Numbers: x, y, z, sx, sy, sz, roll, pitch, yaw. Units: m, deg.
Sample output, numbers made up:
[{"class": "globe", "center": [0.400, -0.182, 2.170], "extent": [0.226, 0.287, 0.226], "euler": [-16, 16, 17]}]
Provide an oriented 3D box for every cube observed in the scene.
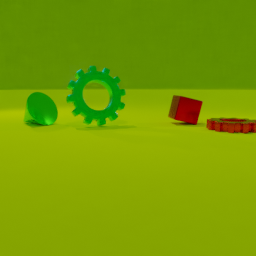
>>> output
[{"class": "cube", "center": [1.946, -0.635, 9.601], "extent": [0.815, 0.815, 0.815], "euler": [12, 7, -10]}]

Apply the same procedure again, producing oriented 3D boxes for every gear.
[{"class": "gear", "center": [-1.004, -1.022, 8.963], "extent": [1.873, 1.873, 0.346], "euler": [-4, -5, -23]}, {"class": "gear", "center": [3.139, -0.097, 8.395], "extent": [1.489, 0.275, 1.489], "euler": [0, 9, 0]}]

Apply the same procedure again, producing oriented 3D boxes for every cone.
[{"class": "cone", "center": [-3.268, -0.443, 9.634], "extent": [1.204, 1.200, 1.200], "euler": [-25, -7, 34]}]
